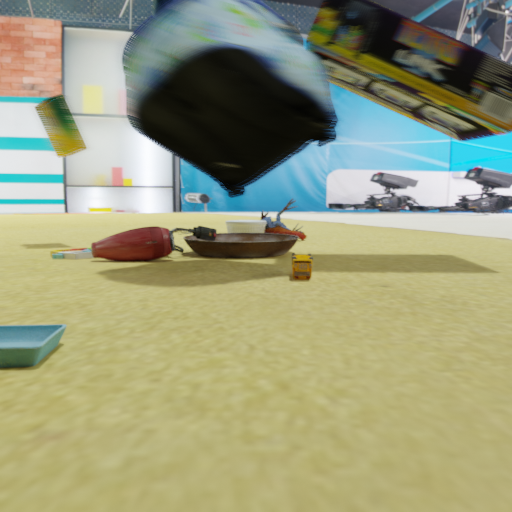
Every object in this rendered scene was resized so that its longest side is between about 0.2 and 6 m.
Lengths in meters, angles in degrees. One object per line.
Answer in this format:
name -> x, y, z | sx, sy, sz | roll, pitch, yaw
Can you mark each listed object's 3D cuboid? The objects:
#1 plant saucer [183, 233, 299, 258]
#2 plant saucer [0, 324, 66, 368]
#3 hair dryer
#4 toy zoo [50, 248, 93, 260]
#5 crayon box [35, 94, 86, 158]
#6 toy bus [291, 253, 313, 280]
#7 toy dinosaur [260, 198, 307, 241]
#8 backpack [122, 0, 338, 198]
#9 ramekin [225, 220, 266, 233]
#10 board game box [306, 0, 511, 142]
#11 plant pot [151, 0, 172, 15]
plant saucer -> -0.318, -0.237, 11.946 | 2.454, 0.394, 2.454 | -1, 7, 0
plant saucer -> -2.520, 0.671, 4.100 | 2.060, 0.195, 0.720 | 0, 6, -4
hair dryer -> -2.100, -0.123, 11.050 | 2.368, 0.643, 1.803 | 0, -14, -42
toy zoo -> -3.514, -0.050, 11.368 | 0.900, 0.140, 1.372 | 5, 7, 40
crayon box -> -4.801, -3.137, 13.693 | 0.461, 1.364, 1.581 | -28, 19, -24
toy bus -> 0.673, 0.152, 8.333 | 0.292, 0.351, 0.898 | 2, 6, 2
toy dinosaur -> 0.702, -0.676, 16.318 | 1.051, 2.001, 1.816 | 41, 11, -26
backpack -> -0.551, -2.717, 8.873 | 2.716, 2.181, 2.968 | -27, -30, 32
ramekin -> -0.299, -0.740, 16.138 | 1.188, 0.553, 1.188 | 1, 6, 0
board game box -> 2.687, -3.266, 10.049 | 3.578, 1.015, 2.958 | 24, 11, 0
plant pot -> -1.475, -4.439, 10.432 | 0.696, 0.694, 0.709 | 7, -1, 15
